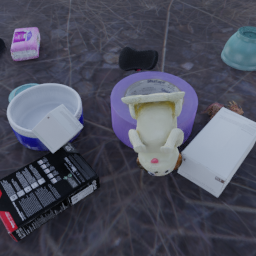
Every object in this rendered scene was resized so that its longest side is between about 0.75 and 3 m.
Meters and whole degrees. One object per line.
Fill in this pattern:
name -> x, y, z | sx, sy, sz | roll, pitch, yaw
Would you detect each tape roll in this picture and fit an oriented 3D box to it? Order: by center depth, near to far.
tape roll -> 0.848, -0.618, 9.529 | 2.839, 1.206, 2.839 | -1, 47, 1

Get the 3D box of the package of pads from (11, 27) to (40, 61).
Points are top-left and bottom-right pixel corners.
package of pads -> -4.710, -3.890, 12.934 | 1.147, 0.721, 1.904 | -7, 47, -7

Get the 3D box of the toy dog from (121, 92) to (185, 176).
toy dog -> 0.720, 0.197, 7.609 | 1.565, 2.243, 2.174 | -4, 7, 3

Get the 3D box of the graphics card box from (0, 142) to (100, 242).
graphics card box -> -2.292, 1.636, 7.769 | 2.624, 0.667, 1.646 | -32, 54, -25

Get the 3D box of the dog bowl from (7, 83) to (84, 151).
dog bowl -> -2.736, -0.418, 9.511 | 2.399, 0.945, 2.399 | 0, 46, 0

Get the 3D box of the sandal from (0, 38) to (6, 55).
sandal -> -6.317, -3.466, 12.661 | 0.954, 0.537, 2.509 | 3, 47, 3

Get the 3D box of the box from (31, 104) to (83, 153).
box -> -1.977, 0.014, 7.909 | 0.914, 0.919, 0.787 | 48, 26, -8

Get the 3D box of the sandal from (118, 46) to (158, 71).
sandal -> 0.428, -2.658, 11.074 | 0.589, 0.982, 2.614 | 6, 11, -36

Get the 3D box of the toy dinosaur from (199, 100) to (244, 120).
toy dinosaur -> 3.244, -0.605, 9.671 | 1.439, 0.976, 0.618 | 19, 50, 17

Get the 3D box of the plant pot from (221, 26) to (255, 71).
plant pot -> 5.232, -3.599, 12.272 | 1.944, 1.302, 1.944 | 0, 47, 0

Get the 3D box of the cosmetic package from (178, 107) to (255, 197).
cosmetic package -> 2.793, 0.642, 8.475 | 1.437, 1.033, 2.547 | 33, 56, 27

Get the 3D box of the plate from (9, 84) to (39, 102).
plate -> -3.882, -1.311, 10.878 | 1.494, 0.191, 1.494 | 1, 47, -1
